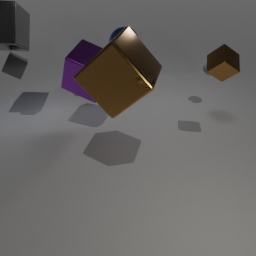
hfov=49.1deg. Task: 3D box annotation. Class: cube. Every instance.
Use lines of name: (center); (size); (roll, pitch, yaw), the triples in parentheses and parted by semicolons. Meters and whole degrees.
cube: (-4.220, -2.340, 10.486); (0.700, 0.700, 0.700); (23, 14, -26)
cube: (2.897, -1.971, 8.544); (0.700, 0.700, 0.700); (24, 60, -26)
cube: (-0.196, -1.389, 6.976); (1.400, 1.400, 1.400); (-34, 18, 32)
cube: (-4.360, -3.520, 9.785); (1.400, 1.400, 1.400); (3, 6, 0)
cube: (-1.419, -2.054, 10.124); (1.400, 1.400, 1.400); (24, 47, 0)

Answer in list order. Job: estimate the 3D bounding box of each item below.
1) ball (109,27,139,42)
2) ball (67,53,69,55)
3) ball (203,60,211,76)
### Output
ball: (-0.169, -3.833, 12.641); (1.400, 1.400, 1.400); (0, 33, 0)
ball: (-2.535, -3.198, 13.056); (0.700, 0.700, 0.700); (0, 33, 0)
ball: (3.509, -2.571, 11.823); (0.700, 0.700, 0.700); (0, 33, 0)
